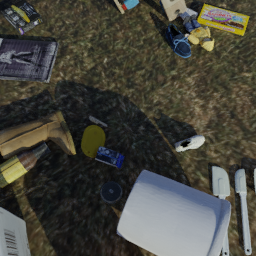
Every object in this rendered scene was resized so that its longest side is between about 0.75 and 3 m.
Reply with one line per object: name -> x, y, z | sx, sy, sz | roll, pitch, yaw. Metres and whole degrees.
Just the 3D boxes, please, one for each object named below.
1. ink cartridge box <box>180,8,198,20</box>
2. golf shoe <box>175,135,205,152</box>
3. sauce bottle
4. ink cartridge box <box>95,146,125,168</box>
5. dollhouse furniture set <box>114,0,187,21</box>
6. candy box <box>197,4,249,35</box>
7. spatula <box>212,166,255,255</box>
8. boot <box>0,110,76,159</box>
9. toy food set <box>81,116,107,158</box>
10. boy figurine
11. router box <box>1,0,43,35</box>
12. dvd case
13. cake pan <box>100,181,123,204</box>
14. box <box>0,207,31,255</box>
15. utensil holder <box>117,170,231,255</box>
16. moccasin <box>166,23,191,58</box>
ink cartridge box -> 2.762, -5.338, 13.208 | 0.829, 0.208, 0.668 | 34, 68, 21
golf shoe -> 2.256, 0.539, 9.943 | 1.163, 0.565, 0.455 | -20, 80, -10
sauce bottle -> -3.684, 1.258, 9.535 | 2.176, 0.704, 0.704 | -33, 67, -16
ink cartridge box -> -0.624, 1.024, 9.813 | 0.976, 0.191, 0.485 | 19, 68, -4
dollhouse furniture set -> 0.959, -5.740, 12.770 | 2.623, 1.838, 1.849 | -30, 65, 12
candy box -> 4.404, -5.043, 12.989 | 2.181, 0.288, 1.115 | 20, 62, 10
spatula -> 3.827, 2.666, 9.078 | 2.030, 0.234, 2.919 | 4, 63, 1
boot -> -3.217, 0.534, 9.894 | 2.401, 0.794, 2.103 | -23, 52, -12
toy food set -> -1.293, 0.388, 10.150 | 0.848, 0.471, 1.442 | 22, 66, -23
boy figurine -> 3.102, -4.145, 12.363 | 1.178, 0.610, 1.894 | -19, 62, -12
router box -> -4.891, -5.155, 12.976 | 1.210, 0.402, 1.539 | -38, 69, -18
dvd case -> -4.522, -2.909, 11.929 | 2.798, 0.223, 2.081 | 5, 63, 2
cake pan -> -0.561, 2.144, 9.389 | 0.763, 0.140, 0.763 | 0, 62, 0
box -> -3.836, 3.792, 7.127 | 2.275, 2.655, 2.642 | -17, 65, -12
utensil holder -> 1.257, 2.613, 8.011 | 2.595, 2.205, 2.205 | 22, 65, 12
moccasin -> 2.124, -3.814, 12.170 | 0.720, 0.610, 1.788 | -28, 66, -13
